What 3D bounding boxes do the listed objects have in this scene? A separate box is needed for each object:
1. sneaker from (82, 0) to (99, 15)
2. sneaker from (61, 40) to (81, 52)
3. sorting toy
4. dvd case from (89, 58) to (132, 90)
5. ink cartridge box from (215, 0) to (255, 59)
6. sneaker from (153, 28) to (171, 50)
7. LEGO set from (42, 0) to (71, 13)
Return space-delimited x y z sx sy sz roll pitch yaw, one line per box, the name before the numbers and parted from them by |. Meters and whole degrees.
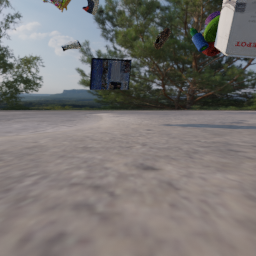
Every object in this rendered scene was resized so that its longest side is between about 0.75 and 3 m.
sneaker | -1.068 -4.101 8.448 0.533 1.261 0.473 17 28 -8
sneaker | -2.142 -2.995 10.416 0.535 0.351 0.930 -39 32 -25
sorting toy | 2.799 -3.277 9.521 1.317 0.900 2.192 -27 -19 4
dvd case | -0.609 -1.912 9.999 1.556 1.110 0.136 -5 21 -29
ink cartridge box | 2.851 -2.625 5.770 1.613 2.202 0.911 3 27 -3
sneaker | 1.016 -2.718 8.338 0.270 0.767 0.290 20 -13 39
LEGO set | -1.888 -3.556 7.492 0.571 0.706 1.535 8 7 -39
